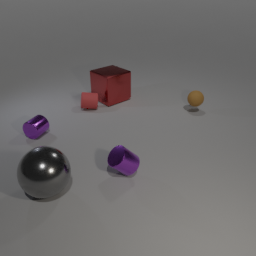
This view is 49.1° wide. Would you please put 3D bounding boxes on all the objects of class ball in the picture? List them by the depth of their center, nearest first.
[{"bbox_3d":[-2.256,1.186,7.572,1.400,1.400,1.400,0,29,0],"label":"ball"},{"bbox_3d":[2.917,-1.269,12.074,0.700,0.700,0.700,0,29,0],"label":"ball"}]

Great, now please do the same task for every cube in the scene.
[{"bbox_3d":[-0.817,-2.040,13.260,1.400,1.400,1.400,-23,36,-35],"label":"cube"}]

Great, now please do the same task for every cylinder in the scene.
[{"bbox_3d":[-0.128,0.961,8.277,0.700,0.700,0.700,-27,45,30],"label":"cylinder"},{"bbox_3d":[-3.424,-0.045,10.447,0.700,0.700,0.700,12,32,20],"label":"cylinder"},{"bbox_3d":[-1.718,-1.216,12.428,0.700,0.700,0.700,3,28,-13],"label":"cylinder"}]
